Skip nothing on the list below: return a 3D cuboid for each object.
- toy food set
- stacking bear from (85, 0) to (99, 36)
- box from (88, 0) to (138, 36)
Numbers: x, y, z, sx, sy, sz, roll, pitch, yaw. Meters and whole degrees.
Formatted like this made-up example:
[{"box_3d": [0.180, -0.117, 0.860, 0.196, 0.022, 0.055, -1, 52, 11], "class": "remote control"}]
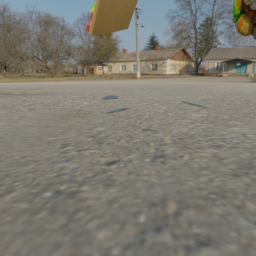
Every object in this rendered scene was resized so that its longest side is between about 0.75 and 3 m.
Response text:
[{"box_3d": [3.368, -3.106, 7.623, 0.443, 1.525, 2.209, -18, 55, -3], "class": "toy food set"}, {"box_3d": [-0.995, -4.143, 10.358, 1.007, 1.659, 0.943, 23, -18, -8], "class": "stacking bear"}, {"box_3d": [-0.237, -2.540, 5.782, 1.066, 1.304, 0.139, -25, 67, -33], "class": "box"}]
